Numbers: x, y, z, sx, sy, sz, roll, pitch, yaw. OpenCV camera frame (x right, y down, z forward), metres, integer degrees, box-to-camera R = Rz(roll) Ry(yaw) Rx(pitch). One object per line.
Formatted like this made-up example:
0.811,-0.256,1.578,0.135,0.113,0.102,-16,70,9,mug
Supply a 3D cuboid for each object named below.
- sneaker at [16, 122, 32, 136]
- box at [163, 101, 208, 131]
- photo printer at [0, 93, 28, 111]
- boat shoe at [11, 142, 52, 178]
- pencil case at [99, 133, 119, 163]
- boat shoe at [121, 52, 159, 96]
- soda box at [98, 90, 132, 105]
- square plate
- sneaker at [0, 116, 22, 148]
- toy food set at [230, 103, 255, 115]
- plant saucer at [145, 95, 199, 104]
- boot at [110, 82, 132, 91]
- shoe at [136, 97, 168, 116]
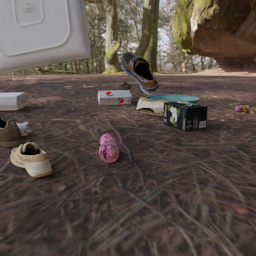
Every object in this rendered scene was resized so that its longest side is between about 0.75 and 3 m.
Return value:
-3.512,0.013,8.813,0.655,0.428,1.139,-11,23,-41,sneaker
1.987,-0.454,9.880,0.971,0.813,1.307,-7,16,-27,box
-6.106,-1.282,13.488,2.078,0.722,1.729,-1,15,-4,photo printer
-2.129,0.580,6.123,0.587,0.551,1.592,-12,18,-41,boat shoe
-0.467,0.459,6.780,0.455,0.476,1.100,1,12,-4,pencil case
0.305,-1.498,6.975,0.543,0.544,1.504,-31,60,-13,boat shoe
-0.708,-1.605,14.801,1.716,0.546,0.585,-3,47,-15,soda box
-2.256,-2.743,6.570,2.608,2.584,0.371,-6,3,16,square plate
-3.740,-0.002,8.080,2.036,0.769,0.717,10,16,33,sneaker
5.367,-0.802,12.666,0.934,0.231,1.469,-7,23,-27,toy food set
2.198,-1.304,14.128,2.673,0.480,2.673,1,13,0,plant saucer
-0.215,-2.227,16.144,1.942,0.669,2.083,-24,1,-31,boot
1.197,-0.776,11.854,2.313,0.809,0.618,20,67,50,shoe
